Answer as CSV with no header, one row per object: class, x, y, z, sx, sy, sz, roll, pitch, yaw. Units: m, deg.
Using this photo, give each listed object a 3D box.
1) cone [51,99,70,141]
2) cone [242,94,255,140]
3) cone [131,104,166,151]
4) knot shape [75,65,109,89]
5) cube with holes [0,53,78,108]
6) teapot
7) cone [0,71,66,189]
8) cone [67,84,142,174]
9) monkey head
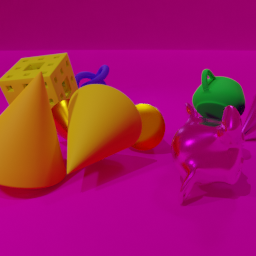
cone,-1.148,0.097,6.149,1.085,1.085,1.089,-7,40,-20
cone,3.195,-0.043,6.959,1.334,1.329,1.329,-34,27,-13
cone,0.511,-0.041,6.474,1.013,1.013,1.017,7,6,23
knot shape,-1.396,-1.717,11.204,1.723,0.796,1.612,-35,-16,-9
cube with holes,-2.287,-1.038,7.576,1.380,1.380,1.380,-3,36,12
teapot,1.809,-0.574,5.441,0.980,0.772,1.577,2,-28,45
cone,-1.658,-0.142,4.710,1.667,1.673,1.667,17,13,-4
cone,-0.682,0.262,4.806,1.508,1.508,1.513,6,37,18
monkey head,1.201,0.224,4.347,1.118,1.334,1.855,0,55,17
